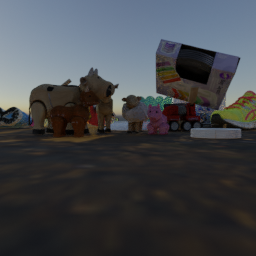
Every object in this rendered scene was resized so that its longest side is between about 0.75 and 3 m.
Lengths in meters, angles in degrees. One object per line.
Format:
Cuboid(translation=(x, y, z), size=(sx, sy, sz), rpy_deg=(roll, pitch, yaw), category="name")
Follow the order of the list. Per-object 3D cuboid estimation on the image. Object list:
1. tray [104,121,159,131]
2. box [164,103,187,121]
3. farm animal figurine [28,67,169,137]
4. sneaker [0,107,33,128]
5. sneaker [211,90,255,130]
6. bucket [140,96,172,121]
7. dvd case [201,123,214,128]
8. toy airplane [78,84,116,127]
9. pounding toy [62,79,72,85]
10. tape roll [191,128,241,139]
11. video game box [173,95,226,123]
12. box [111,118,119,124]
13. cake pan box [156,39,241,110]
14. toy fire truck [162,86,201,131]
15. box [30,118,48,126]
Cuboid(translation=(0.655, -0.071, 8.507), size=(2.533, 0.281, 1.360), rpy_deg=(-1, 0, -34), category="tray")
Cuboid(translation=(2.084, -0.464, 11.241), size=(1.086, 0.943, 1.644), rpy_deg=(-2, -1, 18), category="box")
Cuboid(translation=(-0.542, -0.504, 5.624), size=(2.489, 1.252, 2.010), rpy_deg=(-1, 2, -38), category="farm animal figurine")
Cuboid(translation=(-4.686, -0.275, 11.211), size=(2.292, 0.898, 1.031), rpy_deg=(4, -16, 38), category="sneaker")
Cuboid(translation=(3.634, -0.566, 8.882), size=(2.767, 1.249, 1.081), rpy_deg=(-3, 4, -34), category="sneaker")
Cuboid(translation=(1.301, -0.902, 15.713), size=(2.502, 1.628, 2.502), rpy_deg=(0, 2, 0), category="bucket")
Cuboid(translation=(3.501, -0.081, 10.362), size=(1.297, 0.213, 1.726), rpy_deg=(-1, 1, -32), category="dvd case")
Cuboid(translation=(-1.842, -0.952, 13.217), size=(2.415, 1.704, 2.405), rpy_deg=(36, 20, 3), category="toy airplane")
Cuboid(translation=(-2.965, -0.749, 13.715), size=(2.100, 1.262, 2.720), rpy_deg=(-29, -37, -2), category="pounding toy")
Cuboid(translation=(1.389, 0.081, 4.453), size=(0.779, 0.142, 0.779), rpy_deg=(0, 2, 0), category="tape roll")
Cuboid(translation=(3.165, -1.485, 12.664), size=(0.683, 2.919, 2.660), rpy_deg=(2, 1, -32), category="video game box")
Cuboid(translation=(-1.155, -0.395, 17.595), size=(1.005, 0.518, 1.723), rpy_deg=(0, 1, 3), category="box")
Cuboid(translation=(2.311, -1.840, 10.018), size=(2.628, 0.746, 2.854), rpy_deg=(16, -19, 11), category="cake pan box")
Cuboid(translation=(1.454, -0.496, 7.426), size=(1.021, 1.161, 0.747), rpy_deg=(0, 0, -18), category="toy fire truck")
Cuboid(translation=(-5.116, -0.346, 16.174), size=(0.880, 0.483, 1.000), rpy_deg=(0, 1, 3), category="box")
